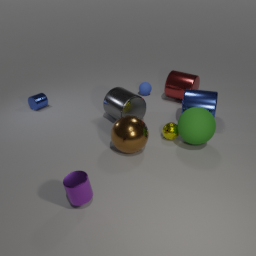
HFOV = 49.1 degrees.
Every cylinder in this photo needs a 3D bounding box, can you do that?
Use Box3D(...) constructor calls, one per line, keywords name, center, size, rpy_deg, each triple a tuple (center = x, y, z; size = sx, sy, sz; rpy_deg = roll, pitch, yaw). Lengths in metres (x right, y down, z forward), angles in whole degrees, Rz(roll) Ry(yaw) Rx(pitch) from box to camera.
Box3D(name="cylinder", center=(-1.383, 1.668, 7.807), size=(0.700, 0.700, 0.700), rpy_deg=(-8, 31, 5))
Box3D(name="cylinder", center=(2.781, -2.140, 14.380), size=(1.400, 1.400, 1.400), rpy_deg=(19, 34, 25))
Box3D(name="cylinder", center=(-4.388, -1.295, 13.671), size=(0.700, 0.700, 0.700), rpy_deg=(20, 34, 32))
Box3D(name="cylinder", center=(3.149, -0.976, 12.361), size=(1.400, 1.400, 1.400), rpy_deg=(8, 30, 15))
Box3D(name="cylinder", center=(-0.148, -0.948, 12.308), size=(1.400, 1.400, 1.400), rpy_deg=(-20, 35, -31))

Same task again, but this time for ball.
Box3D(name="ball", center=(0.060, 0.236, 10.268), size=(1.400, 1.400, 1.400), rpy_deg=(0, 29, 0))
Box3D(name="ball", center=(1.713, 0.120, 11.147), size=(0.700, 0.700, 0.700), rpy_deg=(0, 29, 0))
Box3D(name="ball", center=(2.554, -0.081, 10.452), size=(1.400, 1.400, 1.400), rpy_deg=(0, 29, 0))
Box3D(name="ball", center=(0.935, -2.145, 15.185), size=(0.700, 0.700, 0.700), rpy_deg=(0, 29, 0))
